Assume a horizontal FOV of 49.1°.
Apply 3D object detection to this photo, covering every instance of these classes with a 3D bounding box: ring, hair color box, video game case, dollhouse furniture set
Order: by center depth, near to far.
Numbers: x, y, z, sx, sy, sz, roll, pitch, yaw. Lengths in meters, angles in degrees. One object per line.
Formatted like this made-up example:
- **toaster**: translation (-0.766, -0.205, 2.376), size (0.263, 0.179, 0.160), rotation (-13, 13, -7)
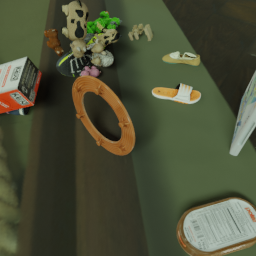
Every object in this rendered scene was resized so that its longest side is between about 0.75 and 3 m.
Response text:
- **ring**: translation (-0.806, -0.269, 8.017), size (2.587, 2.587, 0.248), rotation (36, 56, 26)
- **video game case**: translation (3.854, -0.796, 8.708), size (0.290, 2.401, 2.634), rotation (19, 56, 13)
- **hair color box**: translation (-4.521, -1.266, 9.489), size (2.948, 0.903, 1.496), rotation (-11, 54, 18)
- **dollhouse furniture set**: translation (0.618, -4.411, 13.147), size (0.934, 0.621, 0.819), rotation (-1, 46, 29)

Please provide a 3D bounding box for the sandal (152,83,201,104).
- **sandal**: translation (1.823, -1.360, 10.480), size (1.838, 0.527, 0.704), rotation (7, 50, 5)

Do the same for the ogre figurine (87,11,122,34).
- **ogre figurine**: translation (-1.225, -4.748, 12.961), size (2.101, 1.031, 1.260), rotation (-11, 23, 42)

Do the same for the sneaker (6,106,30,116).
- **sneaker**: translation (-4.025, -1.423, 10.365), size (0.919, 0.786, 2.240), rotation (2, 49, -3)

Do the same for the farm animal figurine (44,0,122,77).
- **farm animal figurine**: translation (-1.424, -2.981, 10.013), size (2.162, 2.678, 1.346), rotation (-54, 41, 6)

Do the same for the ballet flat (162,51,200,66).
- **ballet flat**: translation (2.270, -3.010, 11.875), size (1.603, 0.505, 0.550), rotation (9, 51, 8)

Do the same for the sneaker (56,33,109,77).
- **sneaker**: translation (-2.015, -3.123, 11.739), size (1.206, 1.100, 2.978), rotation (20, 45, 24)

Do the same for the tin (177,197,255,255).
- **tin**: translation (2.401, 2.572, 7.282), size (2.281, 0.478, 1.277), rotation (-13, 55, -10)

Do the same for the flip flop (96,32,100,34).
- **flip flop**: translation (-1.783, -4.336, 13.122), size (0.997, 0.287, 0.404), rotation (-27, 55, -21)
